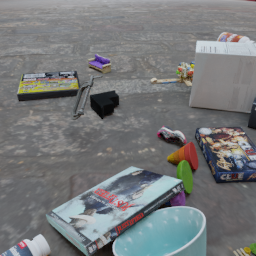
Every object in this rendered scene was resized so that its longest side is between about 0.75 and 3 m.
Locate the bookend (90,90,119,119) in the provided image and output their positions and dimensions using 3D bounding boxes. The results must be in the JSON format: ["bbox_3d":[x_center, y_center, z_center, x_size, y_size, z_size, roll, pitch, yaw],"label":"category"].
[{"bbox_3d":[-0.848,-1.063,12.322,1.280,0.590,1.272,-16,36,-25],"label":"bookend"}]

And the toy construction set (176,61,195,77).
[{"bbox_3d":[3.481,-2.982,14.895,2.302,1.061,1.510,2,39,-26],"label":"toy construction set"}]

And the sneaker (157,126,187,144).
[{"bbox_3d":[1.617,0.344,10.228,0.459,0.495,1.229,-39,39,-25],"label":"sneaker"}]

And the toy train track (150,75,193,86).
[{"bbox_3d":[2.558,-2.714,15.136,2.690,0.438,1.543,-6,32,-9],"label":"toy train track"}]

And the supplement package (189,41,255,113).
[{"bbox_3d":[4.255,-2.341,12.487,2.680,2.563,1.971,7,33,11],"label":"supplement package"}]

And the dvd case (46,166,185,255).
[{"bbox_3d":[-0.323,1.880,7.138,2.958,0.326,2.160,-25,18,-32],"label":"dvd case"}]

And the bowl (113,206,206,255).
[{"bbox_3d":[0.785,2.530,5.704,1.963,1.027,1.963,-21,5,2],"label":"bowl"}]

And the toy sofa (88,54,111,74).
[{"bbox_3d":[-1.706,-3.839,16.652,0.637,0.751,1.538,-25,41,-35],"label":"toy sofa"}]

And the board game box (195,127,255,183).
[{"bbox_3d":[3.437,0.805,9.443,1.715,0.438,2.532,-2,32,-3],"label":"board game box"}]

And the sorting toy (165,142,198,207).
[{"bbox_3d":[1.402,1.384,8.393,0.941,0.947,2.732,-11,23,28],"label":"sorting toy"}]

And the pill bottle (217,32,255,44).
[{"bbox_3d":[7.285,-5.560,18.841,1.333,1.333,2.377,-23,38,-32],"label":"pill bottle"}]

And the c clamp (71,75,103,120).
[{"bbox_3d":[-1.526,-1.032,9.558,0.226,1.667,1.424,22,-4,-33],"label":"c clamp"}]

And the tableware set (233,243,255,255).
[{"bbox_3d":[2.966,3.088,6.046,0.869,0.198,1.289,-10,32,-21],"label":"tableware set"}]

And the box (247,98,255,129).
[{"bbox_3d":[5.903,-0.758,11.326,1.567,1.105,2.118,18,36,26],"label":"box"}]

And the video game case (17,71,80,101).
[{"bbox_3d":[-4.020,-2.249,14.438,2.966,0.378,2.680,-6,32,-11],"label":"video game case"}]

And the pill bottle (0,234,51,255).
[{"bbox_3d":[-2.269,2.809,6.043,1.067,0.638,0.638,-27,41,-36],"label":"pill bottle"}]
